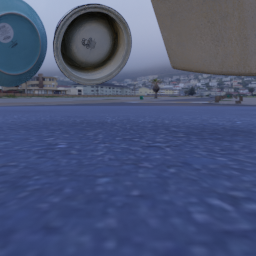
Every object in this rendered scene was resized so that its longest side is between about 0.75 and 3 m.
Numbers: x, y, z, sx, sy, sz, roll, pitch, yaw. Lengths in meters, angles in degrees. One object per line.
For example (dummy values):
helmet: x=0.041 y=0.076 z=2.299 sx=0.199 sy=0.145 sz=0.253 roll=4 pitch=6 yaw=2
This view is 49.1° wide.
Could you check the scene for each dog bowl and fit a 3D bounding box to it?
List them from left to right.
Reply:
dog bowl: x=-1.356 y=-3.068 z=10.131 sx=2.869 sy=2.869 sz=1.058 roll=-3 pitch=34 yaw=-26

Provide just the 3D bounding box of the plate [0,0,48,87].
plate: x=-3.752 y=-2.726 z=9.086 sx=0.370 sy=2.895 sz=2.895 roll=22 pitch=17 yaw=34

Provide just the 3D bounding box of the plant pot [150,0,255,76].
plant pot: x=2.144 y=-2.784 z=6.540 sx=2.476 sy=2.797 sz=2.793 roll=-7 pitch=31 yaw=32
